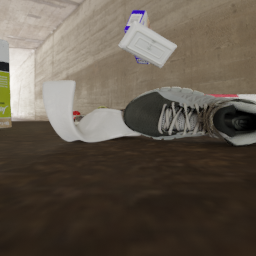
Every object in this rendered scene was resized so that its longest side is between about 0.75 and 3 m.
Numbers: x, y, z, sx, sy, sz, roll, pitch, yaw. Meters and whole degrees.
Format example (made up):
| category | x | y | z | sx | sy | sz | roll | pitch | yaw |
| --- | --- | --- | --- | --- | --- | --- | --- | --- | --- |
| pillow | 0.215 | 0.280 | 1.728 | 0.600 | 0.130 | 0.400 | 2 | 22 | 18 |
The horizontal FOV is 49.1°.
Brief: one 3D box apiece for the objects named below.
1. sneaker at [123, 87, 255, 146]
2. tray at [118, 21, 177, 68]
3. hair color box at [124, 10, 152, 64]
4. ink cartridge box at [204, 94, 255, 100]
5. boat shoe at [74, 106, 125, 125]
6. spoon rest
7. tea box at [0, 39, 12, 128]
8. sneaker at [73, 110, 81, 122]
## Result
| category | x | y | z | sx | sy | sz | roll | pitch | yaw |
| --- | --- | --- | --- | --- | --- | --- | --- | --- | --- |
| sneaker | 0.973 | -0.192 | 4.009 | 2.321 | 0.871 | 1.340 | 1 | 4 | 11 |
| tray | 0.449 | -1.722 | 5.965 | 1.195 | 0.641 | 0.132 | 19 | 33 | -31 |
| hair color box | 0.587 | -3.893 | 12.194 | 0.680 | 1.147 | 2.099 | 12 | -21 | 23 |
| ink cartridge box | 2.337 | -0.327 | 6.932 | 1.568 | 0.910 | 2.125 | 0 | 3 | 4 |
| boat shoe | -0.903 | -0.492 | 12.101 | 2.982 | 0.888 | 1.071 | -1 | 2 | -29 |
| spoon rest | -0.557 | -0.052 | 4.652 | 1.201 | 0.733 | 2.418 | 2 | -11 | 21 |
| tea box | -5.229 | -1.299 | 8.446 | 2.777 | 2.732 | 1.855 | 1 | 2 | 26 |
| sneaker | -2.876 | -0.470 | 15.704 | 1.297 | 0.880 | 2.246 | 9 | 17 | 15 |
